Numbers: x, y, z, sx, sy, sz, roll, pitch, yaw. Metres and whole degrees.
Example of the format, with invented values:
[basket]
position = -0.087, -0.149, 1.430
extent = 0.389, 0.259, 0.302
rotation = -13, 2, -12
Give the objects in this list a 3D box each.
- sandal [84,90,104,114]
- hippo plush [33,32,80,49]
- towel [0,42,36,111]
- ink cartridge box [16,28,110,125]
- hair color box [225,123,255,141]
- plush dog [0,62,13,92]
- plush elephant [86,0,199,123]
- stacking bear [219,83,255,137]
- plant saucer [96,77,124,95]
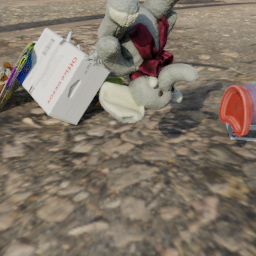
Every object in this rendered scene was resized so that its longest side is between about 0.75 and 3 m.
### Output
[sandal]
position = -1.118, -1.023, 9.695
extent = 1.946, 0.531, 0.795
rotation = -18, 46, -25
[hippo plush]
position = -3.172, -2.702, 12.063
extent = 2.202, 1.754, 1.771
rotation = -7, 59, 13
[towel]
position = -3.882, -1.782, 9.666
extent = 0.274, 2.403, 1.726
rotation = 29, 21, -21
[ink cartridge box]
position = -2.208, -1.730, 9.099
extent = 2.813, 2.060, 1.208
rotation = 40, 10, 38
[hair color box]
position = 3.481, -0.293, 8.603
extent = 0.871, 0.534, 1.760
rotation = 4, 30, 7
[plush dog]
position = -5.283, -1.980, 11.033
extent = 1.535, 1.433, 1.787
rotation = 7, 57, -16
[plush elephant]
position = 0.383, -1.199, 5.267
extent = 2.094, 1.968, 2.542
rotation = -38, 3, -40
[stacking bear]
position = 2.532, -0.410, 5.000
extent = 1.445, 0.822, 0.878
rotation = -5, 27, -9
[plant saucer]
position = -0.717, -1.559, 10.831
extent = 1.060, 0.254, 1.058
rotation = 1, 44, 1
